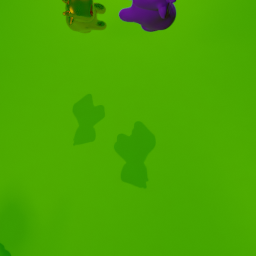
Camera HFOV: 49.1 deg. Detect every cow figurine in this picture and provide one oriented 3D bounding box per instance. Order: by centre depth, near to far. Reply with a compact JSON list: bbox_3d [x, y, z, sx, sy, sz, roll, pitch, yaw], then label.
[{"bbox_3d":[0.511,-2.210,5.014,1.456,1.479,0.812,17,96,42],"label":"cow figurine"},{"bbox_3d":[-1.041,-2.414,5.995,1.243,1.264,0.694,-10,101,-43],"label":"cow figurine"}]
